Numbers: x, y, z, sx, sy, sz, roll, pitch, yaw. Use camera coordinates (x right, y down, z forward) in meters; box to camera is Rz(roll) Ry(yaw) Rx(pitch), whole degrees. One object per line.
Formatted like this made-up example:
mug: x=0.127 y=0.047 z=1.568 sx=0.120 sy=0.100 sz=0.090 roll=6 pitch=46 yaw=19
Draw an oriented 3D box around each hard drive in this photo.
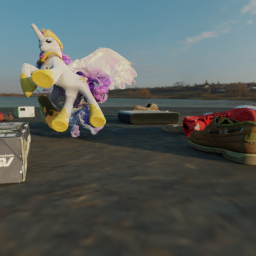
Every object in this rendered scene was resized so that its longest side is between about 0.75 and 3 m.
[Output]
hard drive: x=0.709 y=-0.452 z=11.204 sx=1.824 sy=0.430 sz=2.613 roll=-1 pitch=5 yaw=-12

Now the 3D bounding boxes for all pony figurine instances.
pony figurine: x=-1.239 y=-1.037 z=6.454 sx=2.653 sy=2.289 sz=2.749 roll=39 pitch=23 yaw=-35

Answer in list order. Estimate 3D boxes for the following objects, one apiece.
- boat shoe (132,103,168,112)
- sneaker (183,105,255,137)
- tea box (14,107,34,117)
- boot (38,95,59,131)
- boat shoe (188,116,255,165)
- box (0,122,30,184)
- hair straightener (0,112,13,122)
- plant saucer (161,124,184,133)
boat shoe: x=1.212 y=-0.905 z=14.439 sx=2.026 sy=0.733 sz=0.732 roll=-2 pitch=6 yaw=-21
sneaker: x=1.942 y=-0.030 z=6.219 sx=1.065 sy=0.722 sz=1.843 roll=-12 pitch=-2 yaw=-28
tea box: x=-5.602 y=-0.876 z=15.119 sx=0.825 sy=0.551 sz=0.811 roll=-4 pitch=7 yaw=-37
boot: x=-2.244 y=-0.283 z=8.104 sx=0.416 sy=1.142 sz=0.888 roll=-27 pitch=-17 yaw=-22
boat shoe: x=1.507 y=0.105 z=4.313 sx=0.617 sy=0.583 sz=1.714 roll=-2 pitch=6 yaw=-19
box: x=-2.252 y=0.244 z=3.180 sx=2.135 sy=0.524 sz=1.721 roll=-2 pitch=4 yaw=-18
hair straightener: x=-5.424 y=-0.504 z=11.214 sx=0.991 sy=0.527 sz=2.575 roll=0 pitch=5 yaw=0
plant saucer: x=1.499 y=0.005 z=7.737 sx=1.154 sy=0.170 sz=1.154 roll=0 pitch=6 yaw=0
